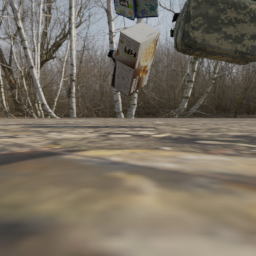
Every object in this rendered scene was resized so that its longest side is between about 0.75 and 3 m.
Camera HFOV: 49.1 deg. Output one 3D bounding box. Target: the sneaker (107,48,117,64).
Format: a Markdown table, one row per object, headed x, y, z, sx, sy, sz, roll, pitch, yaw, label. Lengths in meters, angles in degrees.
| x | y | z | sx | sy | sz | roll | pitch | yaw | label |
| --- | --- | --- | --- | --- | --- | --- | --- | --- | --- |
| -0.537 | -2.930 | 11.958 | 0.399 | 1.059 | 0.602 | -38 | 50 | -19 | sneaker |

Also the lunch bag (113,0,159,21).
| x | y | z | sx | sy | sz | roll | pitch | yaw | label |
| --- | --- | --- | --- | --- | --- | --- | --- | --- | --- |
| 0.253 | -4.261 | 9.063 | 1.507 | 0.960 | 1.281 | 0 | -26 | 5 | lunch bag |

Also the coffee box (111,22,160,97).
| x | y | z | sx | sy | sz | roll | pitch | yaw | label |
| --- | --- | --- | --- | --- | --- | --- | --- | --- | --- |
| 0.260 | -2.746 | 11.390 | 1.014 | 2.544 | 1.455 | 35 | 48 | 19 | coffee box |

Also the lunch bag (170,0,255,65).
| x | y | z | sx | sy | sz | roll | pitch | yaw | label |
| --- | --- | --- | --- | --- | --- | --- | --- | --- | --- |
| 2.559 | -2.820 | 8.276 | 2.471 | 1.722 | 2.073 | 9 | 6 | 0 | lunch bag |
